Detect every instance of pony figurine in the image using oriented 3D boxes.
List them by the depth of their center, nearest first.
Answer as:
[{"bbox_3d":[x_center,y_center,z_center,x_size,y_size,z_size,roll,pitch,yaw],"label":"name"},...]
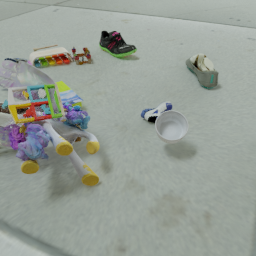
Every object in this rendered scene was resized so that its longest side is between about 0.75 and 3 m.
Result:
[{"bbox_3d":[-1.934,0.008,6.476,2.604,2.246,2.697,18,21,-32],"label":"pony figurine"}]

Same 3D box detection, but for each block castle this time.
[{"bbox_3d":[-1.933,-3.050,11.639,0.693,0.486,1.036,-10,37,-14],"label":"block castle"}]

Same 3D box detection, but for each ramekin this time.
[{"bbox_3d":[1.034,0.009,6.751,0.785,0.412,0.785,-1,67,2],"label":"ramekin"}]

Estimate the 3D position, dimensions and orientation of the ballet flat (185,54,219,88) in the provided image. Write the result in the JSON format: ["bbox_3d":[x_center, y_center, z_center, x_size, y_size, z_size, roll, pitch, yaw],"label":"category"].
[{"bbox_3d":[2.775,-2.334,10.401,0.829,0.783,2.459,-4,36,-5],"label":"ballet flat"}]

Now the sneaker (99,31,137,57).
[{"bbox_3d":[-0.524,-3.680,12.134,2.181,0.914,0.837,30,45,34],"label":"sneaker"}]

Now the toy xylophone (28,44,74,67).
[{"bbox_3d":[-3.223,-2.978,11.559,1.825,0.458,1.336,-12,38,-16],"label":"toy xylophone"}]

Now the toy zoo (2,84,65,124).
[{"bbox_3d":[-2.067,-0.533,6.071,1.234,0.126,0.809,-11,74,-27],"label":"toy zoo"}]

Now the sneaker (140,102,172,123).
[{"bbox_3d":[0.903,-0.372,8.098,0.970,0.392,0.560,-20,44,-15],"label":"sneaker"}]

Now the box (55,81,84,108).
[{"bbox_3d":[-2.168,-0.928,8.804,0.980,0.383,1.607,-23,42,-28],"label":"box"}]

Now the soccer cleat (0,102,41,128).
[{"bbox_3d":[-3.710,-0.123,7.054,2.958,1.147,1.025,-11,37,-14],"label":"soccer cleat"}]

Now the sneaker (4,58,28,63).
[{"bbox_3d":[-4.502,-2.683,11.324,0.899,0.346,0.383,6,28,-6],"label":"sneaker"}]
